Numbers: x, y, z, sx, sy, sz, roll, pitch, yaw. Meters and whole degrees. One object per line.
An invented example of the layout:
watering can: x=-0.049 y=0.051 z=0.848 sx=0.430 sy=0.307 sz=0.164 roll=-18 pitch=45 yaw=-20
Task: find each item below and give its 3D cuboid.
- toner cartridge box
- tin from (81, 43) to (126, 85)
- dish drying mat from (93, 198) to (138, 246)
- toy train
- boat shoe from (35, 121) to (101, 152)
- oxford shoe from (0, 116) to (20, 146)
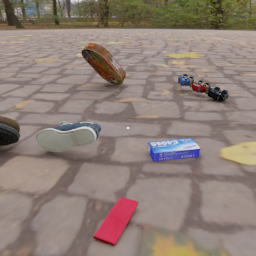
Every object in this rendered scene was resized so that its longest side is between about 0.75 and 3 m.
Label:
toner cartridge box: x=0.982 y=0.462 z=6.085 sx=1.031 sy=0.223 sz=0.490 roll=-5 pitch=27 yaw=-11
tin: x=-0.897 y=-2.462 z=10.900 sx=1.198 sy=2.140 sz=0.448 roll=18 pitch=71 yaw=42
dish drying mat: x=-0.154 y=1.352 z=4.137 sx=0.337 sy=0.080 sz=0.877 roll=12 pitch=30 yaw=20
toy train: x=2.597 y=-1.473 z=10.131 sx=0.510 sy=0.380 sz=2.226 roll=-30 pitch=42 yaw=-25
boat shoe: x=-1.281 y=0.133 z=5.975 sx=1.495 sy=0.560 sz=0.462 roll=-12 pitch=20 yaw=24
oxford shoe: x=-3.640 y=-0.433 z=6.482 sx=2.980 sy=1.083 sz=1.258 roll=16 pitch=61 yaw=17
